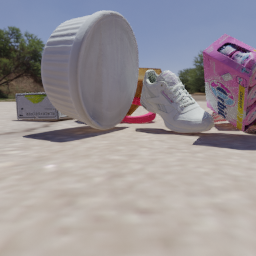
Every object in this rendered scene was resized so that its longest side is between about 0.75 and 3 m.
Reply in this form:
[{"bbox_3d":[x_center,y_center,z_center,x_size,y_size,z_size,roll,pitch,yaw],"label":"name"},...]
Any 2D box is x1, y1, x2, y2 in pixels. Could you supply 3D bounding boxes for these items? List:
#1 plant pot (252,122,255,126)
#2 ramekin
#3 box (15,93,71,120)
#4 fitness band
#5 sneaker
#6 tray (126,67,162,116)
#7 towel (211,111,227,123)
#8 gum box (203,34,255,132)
[{"bbox_3d":[2.965,-0.453,6.114,0.739,0.791,0.739,1,6,0],"label":"plant pot"},{"bbox_3d":[-0.855,-1.348,6.627,1.251,2.686,2.686,11,10,25],"label":"ramekin"},{"bbox_3d":[-2.469,-0.846,10.433,1.721,0.887,2.952,1,6,22],"label":"box"},{"bbox_3d":[0.196,-0.608,8.997,1.288,0.336,1.793,-2,25,-13],"label":"fitness band"},{"bbox_3d":[0.992,-0.622,6.253,0.813,1.081,2.171,-23,40,-30],"label":"sneaker"},{"bbox_3d":[-0.035,-1.203,9.979,1.392,0.522,2.822,-3,-21,-25],"label":"tray"},{"bbox_3d":[2.962,-0.337,7.386,1.326,0.271,1.812,3,-6,9],"label":"towel"},{"bbox_3d":[2.033,-0.830,5.329,0.589,1.780,1.010,-40,54,-9],"label":"gum box"}]
